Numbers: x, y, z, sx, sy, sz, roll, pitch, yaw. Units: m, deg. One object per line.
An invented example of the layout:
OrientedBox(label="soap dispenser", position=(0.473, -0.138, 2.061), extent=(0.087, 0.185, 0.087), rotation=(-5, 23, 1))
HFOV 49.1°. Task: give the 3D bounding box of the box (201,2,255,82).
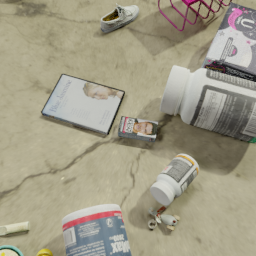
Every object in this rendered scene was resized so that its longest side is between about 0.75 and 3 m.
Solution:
OrientedBox(label="box", position=(3.384, -2.405, 8.729), extent=(1.629, 1.414, 2.465), rotation=(23, 66, 11))

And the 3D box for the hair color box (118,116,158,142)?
OrientedBox(label="hair color box", position=(0.291, 0.033, 8.150), extent=(1.095, 0.332, 0.542), rotation=(10, 64, 4))

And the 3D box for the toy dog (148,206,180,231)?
OrientedBox(label="toy dog", position=(0.913, 2.252, 7.017), extent=(0.831, 0.400, 0.548), rotation=(7, 65, 0))

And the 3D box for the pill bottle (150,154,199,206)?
OrientedBox(label="pill bottle", position=(1.184, 1.299, 7.110), extent=(0.748, 0.748, 1.286), rotation=(40, 57, 17))

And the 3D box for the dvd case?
OrientedBox(label="dvd case", position=(-1.352, -0.784, 8.628), extent=(2.185, 0.192, 1.559), rotation=(17, 65, 8))

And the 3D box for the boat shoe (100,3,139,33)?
OrientedBox(label="boat shoe", position=(-0.295, -4.075, 9.943), extent=(1.655, 0.705, 0.611), rotation=(-32, 68, -14))

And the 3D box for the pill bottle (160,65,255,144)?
OrientedBox(label="pill bottle", position=(2.445, -0.713, 7.786), extent=(2.869, 1.623, 1.623), rotation=(18, 65, 8))

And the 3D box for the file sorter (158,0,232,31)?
OrientedBox(label="file sorter", position=(2.423, -4.767, 9.853), extent=(2.368, 1.485, 1.645), rotation=(-30, 69, -13))

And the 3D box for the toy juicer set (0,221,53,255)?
OrientedBox(label="toy juicer set", position=(-2.603, 3.095, 6.474), extent=(1.561, 0.668, 2.454), rotation=(-28, 67, -12))

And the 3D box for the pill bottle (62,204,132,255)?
OrientedBox(label="pill bottle", position=(-0.575, 3.002, 6.107), extent=(1.405, 1.405, 2.350), rotation=(-13, 66, -6))
